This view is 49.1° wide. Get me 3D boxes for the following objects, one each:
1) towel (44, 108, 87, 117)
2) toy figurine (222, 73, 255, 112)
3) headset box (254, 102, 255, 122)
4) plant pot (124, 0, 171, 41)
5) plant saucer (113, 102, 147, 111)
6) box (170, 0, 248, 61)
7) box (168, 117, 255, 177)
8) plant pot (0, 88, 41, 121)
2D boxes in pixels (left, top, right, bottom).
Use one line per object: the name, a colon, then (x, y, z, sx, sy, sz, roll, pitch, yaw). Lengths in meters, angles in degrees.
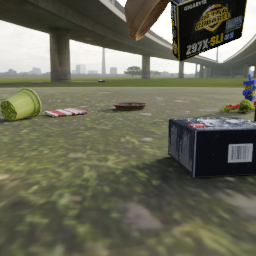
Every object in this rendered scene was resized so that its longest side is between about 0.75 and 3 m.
towel: (-2.534, -0.614, 11.394, 1.453, 0.165, 1.047, -10, 16, -37)
toy figurine: (5.354, -1.675, 12.942, 1.494, 1.697, 2.833, 7, 12, 34)
headset box: (4.355, -0.058, 5.813, 1.965, 0.992, 2.644, -8, 13, -37)
plant pot: (0.382, -2.749, 6.282, 0.662, 1.434, 1.434, 41, 13, 0)
plant saucer: (0.097, -1.033, 13.387, 1.621, 0.279, 1.621, 0, 11, 0)
box: (2.833, -3.808, 9.871, 2.705, 2.160, 0.667, -22, 49, -9)
box: (1.540, 0.260, 4.771, 1.421, 0.740, 1.294, -1, 9, -10)
plant pot: (-3.879, -0.749, 9.969, 1.132, 1.132, 1.041, 5, 23, 25)
